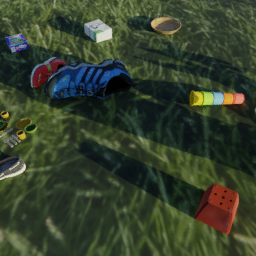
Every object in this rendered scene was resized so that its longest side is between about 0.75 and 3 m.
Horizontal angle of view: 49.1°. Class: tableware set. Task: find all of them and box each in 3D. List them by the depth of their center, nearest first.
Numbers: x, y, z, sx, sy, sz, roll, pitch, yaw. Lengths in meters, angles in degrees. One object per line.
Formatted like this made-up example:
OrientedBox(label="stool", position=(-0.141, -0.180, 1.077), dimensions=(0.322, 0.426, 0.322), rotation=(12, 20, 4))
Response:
OrientedBox(label="tableware set", position=(-3.384, -0.084, 8.218), dimensions=(1.506, 0.231, 1.014), rotation=(29, 55, 35))

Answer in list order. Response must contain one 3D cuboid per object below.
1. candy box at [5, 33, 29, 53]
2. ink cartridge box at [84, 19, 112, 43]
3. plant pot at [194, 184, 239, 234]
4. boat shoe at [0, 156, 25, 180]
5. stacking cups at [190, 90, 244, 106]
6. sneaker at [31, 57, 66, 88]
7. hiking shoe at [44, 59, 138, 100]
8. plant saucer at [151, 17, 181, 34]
OrientedBox(label="candy box", position=(-4.559, -3.491, 11.487), dimensions=(0.708, 0.323, 0.838), rotation=(-23, 50, -18))
OrientedBox(label="ink cartridge box", position=(-1.296, -4.172, 12.033), dimensions=(0.773, 0.445, 1.059), rotation=(-28, 53, -24))
OrientedBox(label="plant pot", position=(2.080, 1.750, 6.360), dimensions=(0.812, 0.716, 0.812), rotation=(22, 52, 19))
OrientedBox(label="boat shoe", position=(-3.370, 1.133, 7.119), dimensions=(1.443, 0.435, 0.533), rotation=(-21, 50, -18))
OrientedBox(label="stacking cups", position=(2.874, -0.918, 9.056), dimensions=(1.676, 0.507, 0.507), rotation=(3, 47, -3))
OrientedBox(label="sneaker", position=(-2.773, -1.971, 9.894), dimensions=(0.704, 0.638, 1.657), rotation=(23, 51, 14))
OrientedBox(label="hiking shoe", position=(-1.221, -1.477, 9.093), dimensions=(2.924, 1.088, 1.268), rotation=(-20, 49, -17))
OrientedBox(label="plant saucer", position=(1.685, -4.528, 12.506), dimensions=(1.338, 0.237, 1.338), rotation=(0, 47, 0))
